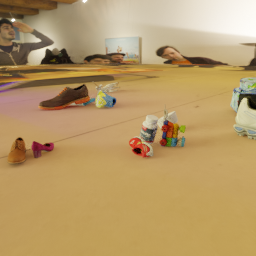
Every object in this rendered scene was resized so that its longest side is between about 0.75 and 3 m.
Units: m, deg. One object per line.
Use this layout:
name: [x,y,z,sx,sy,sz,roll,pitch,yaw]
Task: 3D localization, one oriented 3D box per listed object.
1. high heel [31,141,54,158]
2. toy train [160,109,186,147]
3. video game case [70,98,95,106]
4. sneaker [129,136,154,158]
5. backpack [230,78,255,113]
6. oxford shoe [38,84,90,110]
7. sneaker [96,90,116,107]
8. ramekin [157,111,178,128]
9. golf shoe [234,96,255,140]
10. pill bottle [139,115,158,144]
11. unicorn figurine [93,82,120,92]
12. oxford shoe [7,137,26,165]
high heel: [-2.277,0.441,7.599,0.326,0.465,0.968,3,16,9]
toy train: [1.319,-0.040,7.942,0.704,1.217,0.515,8,23,12]
video game case: [-2.840,-1.425,14.569,1.906,0.170,1.364,4,17,15]
sneaker: [0.264,0.512,7.534,0.435,0.395,1.025,-14,21,-27]
backpack: [5.355,-1.294,11.644,1.949,1.565,2.130,5,13,6]
oxford shoe: [-3.041,-1.482,13.208,2.490,0.903,0.886,-20,27,-29]
sneaker: [-1.074,-1.346,13.667,0.963,0.695,1.834,11,21,-8]
ramekin: [1.380,-0.254,9.731,0.779,0.363,0.779,-28,4,2]
golf shoe: [4.581,-0.227,8.284,2.795,1.359,1.094,13,24,36]
pill bottle: [0.626,0.032,8.270,0.467,0.780,0.467,11,25,-5]
unicorn figurine: [-1.264,-2.574,17.841,1.333,0.717,1.940,-7,0,11]
oxford shoe: [-2.861,0.575,7.191,0.458,0.458,1.284,-4,18,-18]
